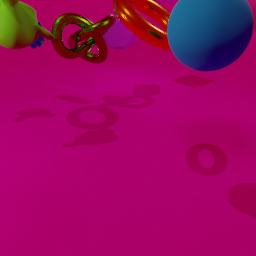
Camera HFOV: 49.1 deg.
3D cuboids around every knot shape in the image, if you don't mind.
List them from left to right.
[{"bbox_3d":[-1.148,-2.776,8.421,1.875,0.926,2.004,-30,-23,21],"label":"knot shape"}]

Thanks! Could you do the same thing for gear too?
[{"bbox_3d":[-3.205,-3.030,8.455,1.434,1.434,0.265,13,63,23],"label":"gear"}]

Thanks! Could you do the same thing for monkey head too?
[{"bbox_3d":[-2.246,-2.083,5.462,1.559,0.939,1.122,-8,-5,-19],"label":"monkey head"}]

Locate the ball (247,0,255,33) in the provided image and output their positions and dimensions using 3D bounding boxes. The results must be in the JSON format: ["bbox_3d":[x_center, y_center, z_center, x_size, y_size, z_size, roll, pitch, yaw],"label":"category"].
[{"bbox_3d":[2.894,-2.594,5.969,1.105,1.105,1.105,0,27,0],"label":"ball"}]

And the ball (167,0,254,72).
[{"bbox_3d":[0.934,-1.138,3.241,0.951,0.951,0.951,0,27,0],"label":"ball"}]

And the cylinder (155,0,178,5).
[{"bbox_3d":[1.058,-4.927,9.655,1.276,1.276,1.276,-20,23,-34],"label":"cylinder"}]

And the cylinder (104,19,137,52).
[{"bbox_3d":[-0.238,-3.172,9.701,0.967,0.967,0.967,6,12,11],"label":"cylinder"}]

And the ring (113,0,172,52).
[{"bbox_3d":[0.372,-1.753,4.553,1.368,0.274,1.368,22,40,-20],"label":"ring"}]
